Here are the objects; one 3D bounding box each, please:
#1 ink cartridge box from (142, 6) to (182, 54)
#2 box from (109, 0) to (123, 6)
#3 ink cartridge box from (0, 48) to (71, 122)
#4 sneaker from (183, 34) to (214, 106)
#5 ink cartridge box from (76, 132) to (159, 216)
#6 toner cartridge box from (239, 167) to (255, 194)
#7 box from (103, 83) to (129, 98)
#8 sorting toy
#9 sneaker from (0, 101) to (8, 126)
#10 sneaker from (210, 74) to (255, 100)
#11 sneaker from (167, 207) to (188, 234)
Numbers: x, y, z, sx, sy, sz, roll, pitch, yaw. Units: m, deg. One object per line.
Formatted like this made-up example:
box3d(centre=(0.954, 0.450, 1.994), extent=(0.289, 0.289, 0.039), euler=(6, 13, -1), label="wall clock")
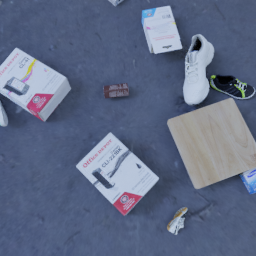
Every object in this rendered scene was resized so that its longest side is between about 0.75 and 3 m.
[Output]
box3d(centre=(1.465, -4.141, 12.336), extent=(1.284, 0.757, 2.231), euler=(-11, 73, -3), label="ink cartridge box")
box3d(centre=(-0.390, -6.414, 13.256), extent=(1.215, 0.365, 0.709), euler=(-43, 77, -12), label="box")
box3d(centre=(-3.954, -1.761, 11.423), extent=(2.561, 1.097, 1.890), euler=(31, 76, 8), label="ink cartridge box")
box3d(centre=(2.667, -2.364, 11.319), extent=(1.103, 1.290, 2.961), euler=(0, 74, 34), label="sneaker")
box3d(centre=(-0.388, 1.678, 10.348), extent=(2.499, 1.046, 1.803), euler=(43, 79, 13), label="ink cartridge box")
box3d(centre=(5.272, 1.767, 10.687), extent=(1.772, 0.383, 0.842), euler=(-23, 74, -7), label="toner cartridge box")
box3d(centre=(-0.494, -1.548, 11.619), extent=(1.032, 0.387, 0.517), euler=(-6, 35, -3), label="box")
box3d(centre=(3.220, 0.618, 10.745), extent=(2.726, 0.954, 2.743), euler=(-19, 74, -5), label="sorting toy")
box3d(centre=(-5.558, -0.609, 11.284), extent=(1.037, 0.647, 1.758), euler=(-26, 65, -14), label="sneaker")
box3d(centre=(4.334, -1.729, 11.557), extent=(1.950, 0.808, 0.699), euler=(14, 73, 4), label="sneaker")
box3d(centre=(1.891, 3.397, 10.235), extent=(0.460, 0.397, 1.050), euler=(43, 80, -4), label="sneaker")
